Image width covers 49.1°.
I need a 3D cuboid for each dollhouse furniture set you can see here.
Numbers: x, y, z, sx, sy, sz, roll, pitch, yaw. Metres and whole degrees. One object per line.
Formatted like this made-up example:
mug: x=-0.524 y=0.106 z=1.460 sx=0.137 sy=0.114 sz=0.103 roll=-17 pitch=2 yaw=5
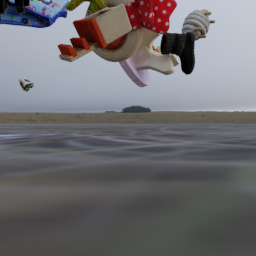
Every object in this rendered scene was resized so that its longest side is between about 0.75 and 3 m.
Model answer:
dollhouse furniture set: x=-1.163 y=-2.936 z=5.334 sx=1.516 sy=2.911 sz=2.943 roll=-32 pitch=29 yaw=-18

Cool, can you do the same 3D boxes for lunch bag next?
lunch bag: x=-2.817 y=-3.501 z=8.064 sx=2.159 sy=1.016 sz=1.626 roll=15 pitch=41 yaw=-3

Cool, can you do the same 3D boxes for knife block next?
knife block: x=-2.264 y=-3.429 z=5.023 sx=0.793 sy=2.478 sz=2.175 roll=-1 pitch=-10 yaw=-12

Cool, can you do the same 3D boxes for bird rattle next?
bird rattle: x=-0.236 y=-2.927 z=7.569 sx=2.832 sy=2.309 sz=1.595 roll=25 pitch=36 yaw=11

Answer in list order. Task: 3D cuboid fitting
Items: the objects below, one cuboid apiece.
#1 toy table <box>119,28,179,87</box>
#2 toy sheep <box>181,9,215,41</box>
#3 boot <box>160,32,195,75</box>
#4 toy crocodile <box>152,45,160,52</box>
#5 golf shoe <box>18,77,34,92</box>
toy table: x=0.659 y=-2.607 z=9.679 sx=1.524 sy=2.393 sz=2.603 roll=-21 pitch=-18 yaw=22
toy sheep: x=2.335 y=-3.476 z=9.604 sx=1.007 sy=1.460 sz=1.007 roll=33 pitch=-13 yaw=9
boot: x=1.551 y=-2.343 z=8.895 sx=1.050 sy=1.405 sz=0.529 roll=-13 pitch=22 yaw=-19
toy crocodile: x=0.779 y=-3.239 z=11.344 sx=2.365 sy=0.798 sz=0.730 roll=42 pitch=3 yaw=13
golf shoe: x=-3.946 y=-1.732 z=10.759 sx=0.470 sy=0.536 sz=1.218 roll=-45 pitch=24 yaw=-13
